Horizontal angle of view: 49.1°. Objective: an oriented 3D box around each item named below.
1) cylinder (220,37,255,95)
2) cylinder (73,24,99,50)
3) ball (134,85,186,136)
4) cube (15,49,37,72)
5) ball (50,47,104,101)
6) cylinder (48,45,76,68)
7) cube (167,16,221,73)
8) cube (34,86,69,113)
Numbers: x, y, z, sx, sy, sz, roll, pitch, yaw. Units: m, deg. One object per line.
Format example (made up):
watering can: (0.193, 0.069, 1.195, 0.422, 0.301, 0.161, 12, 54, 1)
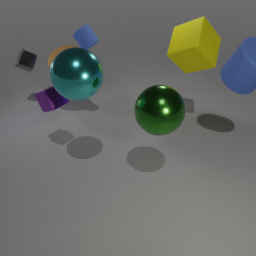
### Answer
cylinder: (4.133, -2.092, 9.559, 1.400, 1.400, 1.400, 7, 61, -12)
cylinder: (-1.540, -3.312, 10.291, 0.700, 0.700, 0.700, -35, 12, 9)
ball: (0.870, -0.487, 7.702, 1.400, 1.400, 1.400, 0, 31, 0)
cube: (-4.586, -3.021, 12.608, 0.700, 0.700, 0.700, 18, -9, -30)
ball: (-1.354, -1.425, 7.461, 1.400, 1.400, 1.400, 0, 31, 0)
cylinder: (-2.490, -2.564, 11.990, 1.400, 1.400, 1.400, -7, 55, 10)
cube: (2.607, -3.196, 11.012, 1.400, 1.400, 1.400, -3, 64, 46)
cube: (-2.540, -0.995, 9.351, 0.700, 0.700, 0.700, -6, 22, 43)
